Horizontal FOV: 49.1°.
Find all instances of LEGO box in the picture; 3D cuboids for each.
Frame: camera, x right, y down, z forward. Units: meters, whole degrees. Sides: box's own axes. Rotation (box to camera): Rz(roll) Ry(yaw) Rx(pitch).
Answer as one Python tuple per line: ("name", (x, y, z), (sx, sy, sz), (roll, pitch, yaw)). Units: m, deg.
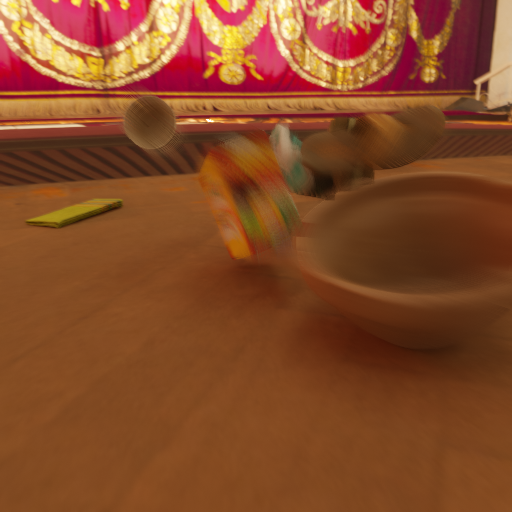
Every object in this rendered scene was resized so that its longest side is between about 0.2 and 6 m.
("LEGO box", (-0.170, -0.908, 9.442), (0.888, 1.713, 2.301), (-23, 2, -11))

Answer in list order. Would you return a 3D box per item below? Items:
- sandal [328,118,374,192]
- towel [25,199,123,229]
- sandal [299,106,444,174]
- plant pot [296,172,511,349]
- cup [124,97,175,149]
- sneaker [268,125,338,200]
("sandal", (1.858, -1.948, 11.254), (1.036, 0.697, 2.580), (15, 47, -7))
("towel", (-4.569, -1.098, 14.312), (1.075, 0.225, 2.497), (2, 18, 25))
("sandal", (1.921, -2.051, 9.765), (2.602, 1.045, 0.703), (-7, -25, 23))
("plant pot", (2.198, 0.177, 7.492), (3.182, 1.469, 3.182), (-10, 31, 6))
("cup", (-1.918, -2.430, 10.336), (0.919, 0.919, 0.657), (-1, 9, -3))
("sneaker", (0.930, -1.909, 12.038), (1.296, 1.102, 2.840), (19, 25, -23))
